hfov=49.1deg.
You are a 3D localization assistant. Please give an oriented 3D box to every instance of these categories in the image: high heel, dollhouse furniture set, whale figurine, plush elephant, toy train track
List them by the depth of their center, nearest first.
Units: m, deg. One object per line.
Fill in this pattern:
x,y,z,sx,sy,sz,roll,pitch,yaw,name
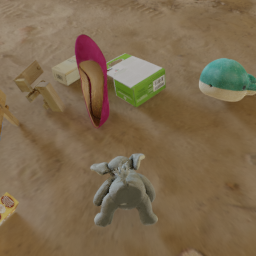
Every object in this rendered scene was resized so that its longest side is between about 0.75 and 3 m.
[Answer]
-0.118,1.181,6.112,1.337,1.624,1.257,-5,24,-4,plush elephant
-3.661,-0.182,7.567,0.436,1.537,2.680,-29,41,5,toy train track
-0.983,-1.251,7.857,0.853,2.529,1.216,-9,38,12,high heel
-2.498,-1.333,8.755,1.298,1.234,1.057,6,49,34,dollhouse furniture set
3.371,-1.659,9.071,2.328,1.208,1.852,-16,33,-37,whale figurine

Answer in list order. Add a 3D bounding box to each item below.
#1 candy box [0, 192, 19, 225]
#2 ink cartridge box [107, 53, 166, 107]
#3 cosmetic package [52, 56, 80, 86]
-2.878,1.994,5.677,0.372,0.777,1.347,43,52,-2,candy box
0.087,-1.720,9.571,1.469,0.753,1.987,-35,48,-26,ink cartridge box
-1.970,-2.169,10.222,0.740,0.523,1.430,26,50,27,cosmetic package
